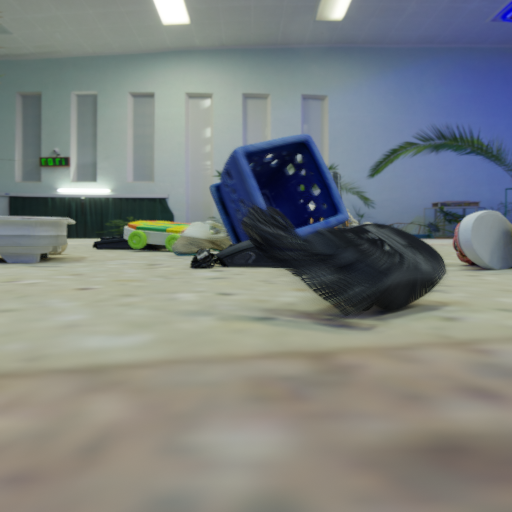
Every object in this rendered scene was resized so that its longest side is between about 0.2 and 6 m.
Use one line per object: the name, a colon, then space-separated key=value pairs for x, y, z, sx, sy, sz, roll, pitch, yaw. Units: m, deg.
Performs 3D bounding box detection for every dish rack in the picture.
dish rack: x=-4.104 y=-0.242 z=7.737 sx=3.008 sy=0.655 sz=2.582 roll=-1 pitch=1 yaw=-16

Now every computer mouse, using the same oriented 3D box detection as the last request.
computer mouse: x=-0.074 y=-0.046 z=6.370 sx=1.347 sy=0.355 sz=0.933 roll=0 pitch=1 yaw=-3
computer mouse: x=0.483 y=0.060 z=2.692 sx=1.111 sy=0.293 sz=0.769 roll=-1 pitch=33 yaw=-44

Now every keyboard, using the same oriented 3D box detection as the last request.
keyboard: x=-2.451 y=-0.417 z=14.962 sx=2.279 sy=0.487 sz=3.796 roll=1 pitch=3 yaw=13

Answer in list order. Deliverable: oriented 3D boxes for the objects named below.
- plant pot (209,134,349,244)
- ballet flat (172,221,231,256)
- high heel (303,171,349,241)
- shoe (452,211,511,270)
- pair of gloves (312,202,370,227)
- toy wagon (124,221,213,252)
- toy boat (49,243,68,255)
plant pot: x=0.224 y=-0.756 z=8.005 sx=1.424 sy=1.423 sz=1.280 roll=-18 pitch=-9 yaw=-34
ballet flat: x=-0.946 y=-0.336 z=10.106 sx=0.545 sy=0.605 sz=1.606 roll=17 pitch=10 yaw=28
high heel: x=1.229 y=-0.365 z=12.409 sx=0.960 sy=1.916 sz=2.688 roll=11 pitch=-35 yaw=-13
shoe: x=2.488 y=-0.135 z=6.267 sx=1.688 sy=0.603 sz=0.768 roll=5 pitch=-3 yaw=-42
pair of gloves: x=2.224 y=-0.760 z=12.482 sx=1.999 sy=0.351 sz=1.700 roll=40 pitch=13 yaw=37
toy wagon: x=-1.649 y=-0.436 z=12.357 sx=2.369 sy=0.469 sz=1.838 roll=5 pitch=10 yaw=10
toy boat: x=-4.044 y=-0.273 z=10.171 sx=1.125 sy=0.523 sz=0.945 roll=0 pitch=3 yaw=-3
